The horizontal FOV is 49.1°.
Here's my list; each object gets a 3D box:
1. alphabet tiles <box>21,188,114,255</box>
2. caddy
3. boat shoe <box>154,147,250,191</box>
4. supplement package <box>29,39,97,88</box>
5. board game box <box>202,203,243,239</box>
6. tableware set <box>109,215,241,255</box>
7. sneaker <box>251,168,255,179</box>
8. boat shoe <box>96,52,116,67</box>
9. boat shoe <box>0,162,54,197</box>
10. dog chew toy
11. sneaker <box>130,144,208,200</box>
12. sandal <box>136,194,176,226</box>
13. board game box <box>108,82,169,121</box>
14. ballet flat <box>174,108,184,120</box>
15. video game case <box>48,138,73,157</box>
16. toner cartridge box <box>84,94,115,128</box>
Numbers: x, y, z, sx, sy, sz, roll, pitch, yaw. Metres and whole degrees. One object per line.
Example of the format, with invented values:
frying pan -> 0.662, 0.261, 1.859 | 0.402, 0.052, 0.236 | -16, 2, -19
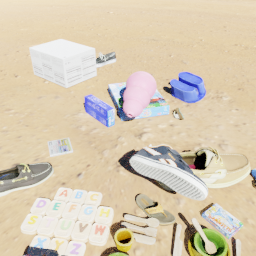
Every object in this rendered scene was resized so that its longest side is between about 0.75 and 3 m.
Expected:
alphabet tiles -> -1.497, 2.316, 7.049 | 2.167, 0.158, 2.120 | 5, 33, 9
caddy -> 2.701, -1.781, 12.688 | 1.200, 0.891, 1.697 | -41, 48, -15
boat shoe -> 2.256, 1.096, 8.147 | 2.969, 0.986, 1.099 | -8, 34, -12
supplement package -> -3.343, -3.457, 14.608 | 2.736, 1.517, 2.131 | 25, 41, 32
board game box -> 2.370, 2.323, 7.050 | 0.566, 0.144, 0.837 | -23, 40, -30
tableware set -> 1.033, 2.797, 5.960 | 2.994, 0.459, 2.017 | 10, 38, 12
sneaker -> 3.846, 1.530, 8.070 | 0.509, 0.351, 0.915 | -10, 40, -30
boat shoe -> -1.470, -4.012, 16.251 | 1.903, 0.650, 0.703 | -22, 39, -29
boat shoe -> -3.128, 1.378, 8.078 | 1.970, 0.593, 0.702 | -19, 38, -27
dog chew toy -> 0.364, -1.213, 10.546 | 1.193, 1.193, 1.915 | 10, 57, 15
sneaker -> 1.095, 0.958, 6.951 | 2.162, 0.848, 0.859 | 23, 54, 35
sandal -> 0.675, 2.070, 7.253 | 0.510, 0.343, 1.270 | -25, 41, -33
board game box -> 0.377, -1.295, 12.254 | 2.019, 0.488, 2.670 | -9, 33, -12
ballet flat -> 2.026, -0.546, 11.350 | 0.313, 0.294, 0.866 | -20, 33, 6
video game case -> -2.340, 0.654, 9.649 | 0.758, 0.092, 0.833 | -11, 34, -16
toner cartridge box -> -1.142, -0.703, 11.118 | 0.343, 0.754, 1.587 | -25, 41, -33
